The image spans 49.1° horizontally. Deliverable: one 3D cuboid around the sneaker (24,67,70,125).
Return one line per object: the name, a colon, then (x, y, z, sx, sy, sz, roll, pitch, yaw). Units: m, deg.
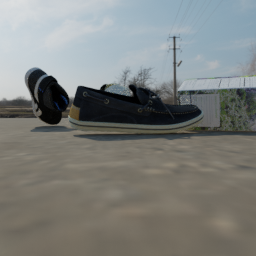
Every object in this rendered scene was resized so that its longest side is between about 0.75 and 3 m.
sneaker: (-2.306, -0.636, 8.613, 1.320, 2.359, 0.862, 34, 64, 27)

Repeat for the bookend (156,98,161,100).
bookend: (0.844, -0.505, 8.087, 1.111, 0.515, 1.118, -2, -24, -12)

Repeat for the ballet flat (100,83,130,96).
ballet flat: (-0.458, -0.911, 8.770, 0.942, 0.948, 2.772, 6, 14, -23)

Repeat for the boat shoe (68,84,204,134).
boat shoe: (0.236, -0.389, 5.277, 2.652, 0.826, 0.990, 1, 13, -14)

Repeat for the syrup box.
syrup box: (2.408, -0.560, 6.164, 2.456, 0.967, 1.000, 0, 24, 22)
